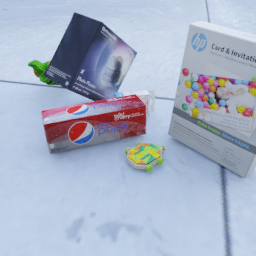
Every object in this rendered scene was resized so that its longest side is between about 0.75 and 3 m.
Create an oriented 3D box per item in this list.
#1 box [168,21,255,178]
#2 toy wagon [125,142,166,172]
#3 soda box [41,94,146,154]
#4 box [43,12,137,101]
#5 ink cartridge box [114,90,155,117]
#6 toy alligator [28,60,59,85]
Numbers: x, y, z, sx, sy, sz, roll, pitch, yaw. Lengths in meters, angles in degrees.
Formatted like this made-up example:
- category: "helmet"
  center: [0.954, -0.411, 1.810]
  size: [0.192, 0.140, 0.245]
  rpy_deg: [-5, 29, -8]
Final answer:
- category: "box"
  center: [2.055, -0.593, 5.981]
  size: [2.152, 2.760, 0.568]
  rpy_deg: [32, 40, 33]
- category: "toy wagon"
  center: [0.466, 0.597, 6.586]
  size: [1.043, 0.206, 0.809]
  rpy_deg: [-27, 44, -31]
- category: "soda box"
  center: [-0.812, -0.148, 6.995]
  size: [2.488, 0.871, 0.789]
  rpy_deg: [-11, 31, -15]
- category: "box"
  center: [-0.952, -1.773, 7.674]
  size: [1.151, 1.853, 1.868]
  rpy_deg: [30, 6, 32]
- category: "ink cartridge box"
  center: [0.234, -0.655, 7.828]
  size: [1.189, 0.684, 0.403]
  rpy_deg: [-7, 25, -10]
- category: "toy alligator"
  center: [-2.242, -1.774, 9.290]
  size: [0.792, 0.725, 2.672]
  rpy_deg: [-12, 2, 24]
